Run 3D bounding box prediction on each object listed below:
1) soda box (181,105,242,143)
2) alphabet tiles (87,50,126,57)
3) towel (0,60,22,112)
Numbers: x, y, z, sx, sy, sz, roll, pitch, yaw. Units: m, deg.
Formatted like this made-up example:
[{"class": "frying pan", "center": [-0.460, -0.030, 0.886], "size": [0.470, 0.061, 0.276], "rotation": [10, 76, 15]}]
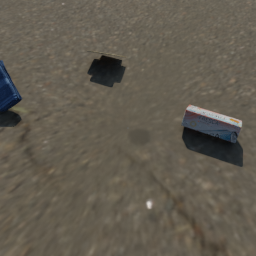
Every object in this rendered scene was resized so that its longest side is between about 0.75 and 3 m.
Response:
[{"class": "soda box", "center": [2.018, -0.117, 6.800], "size": [1.346, 0.460, 0.428], "rotation": [20, 29, 16]}, {"class": "alphabet tiles", "center": [-0.668, -2.306, 8.723], "size": [1.119, 0.035, 0.931], "rotation": [13, 15, 15]}, {"class": "towel", "center": [-3.379, -1.128, 7.408], "size": [0.722, 0.314, 1.293], "rotation": [-31, 87, 14]}]
